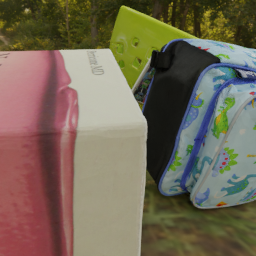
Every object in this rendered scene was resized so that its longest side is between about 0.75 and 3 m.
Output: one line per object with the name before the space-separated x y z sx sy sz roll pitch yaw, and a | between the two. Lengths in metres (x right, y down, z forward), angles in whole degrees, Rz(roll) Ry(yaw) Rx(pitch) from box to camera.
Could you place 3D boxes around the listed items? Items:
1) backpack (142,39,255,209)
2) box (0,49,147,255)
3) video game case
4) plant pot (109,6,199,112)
backpack | 1.413 -0.012 3.800 2.208 2.020 1.622 -5 35 -28
box | -1.312 0.260 2.337 2.635 1.436 1.685 -5 31 -10
video game case | 1.012 -1.044 7.128 1.556 0.196 1.707 19 -35 -12
plant pot | 0.713 -1.772 8.798 2.919 2.662 2.934 24 14 -1
